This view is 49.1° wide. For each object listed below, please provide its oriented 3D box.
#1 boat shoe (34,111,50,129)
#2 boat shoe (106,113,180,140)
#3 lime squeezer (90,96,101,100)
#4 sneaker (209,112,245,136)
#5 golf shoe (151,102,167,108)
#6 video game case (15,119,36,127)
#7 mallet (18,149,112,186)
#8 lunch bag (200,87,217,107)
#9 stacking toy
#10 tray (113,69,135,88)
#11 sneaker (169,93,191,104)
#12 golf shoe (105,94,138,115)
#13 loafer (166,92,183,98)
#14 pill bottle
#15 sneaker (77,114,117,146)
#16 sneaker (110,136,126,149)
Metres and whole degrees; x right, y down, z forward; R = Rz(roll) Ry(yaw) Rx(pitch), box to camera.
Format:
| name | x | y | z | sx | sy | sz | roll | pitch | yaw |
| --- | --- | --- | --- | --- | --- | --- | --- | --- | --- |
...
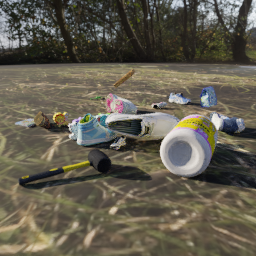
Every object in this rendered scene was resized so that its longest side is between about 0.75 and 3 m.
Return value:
| name | x | y | z | sx | sy | sz | roll | pitch | yaw |
| --- | --- | --- | --- | --- | --- | --- | --- | --- | --- |
| boat shoe | -3.711 | -0.308 | 12.125 | 0.493 | 0.525 | 1.458 | 39 | -1 | -31 |
| boat shoe | 0.562 | 0.023 | 9.996 | 2.770 | 1.019 | 0.925 | 0 | 16 | 1 |
| lime squeezer | -1.922 | -1.927 | 17.996 | 0.986 | 0.186 | 0.348 | -18 | -6 | -43 |
| sneaker | 4.095 | -0.189 | 11.490 | 1.212 | 0.667 | 1.655 | 7 | 14 | -1 |
| golf shoe | 1.724 | -1.211 | 15.347 | 0.862 | 0.313 | 0.397 | -9 | 21 | -1 |
| video game case | -4.401 | -0.235 | 12.450 | 0.796 | 0.096 | 0.874 | 9 | 19 | 27 |
| mallet | -1.705 | 1.077 | 7.658 | 2.453 | 0.505 | 0.808 | -10 | 19 | -18 |
| lunch bag | 3.352 | -1.300 | 11.694 | 0.503 | 0.790 | 0.672 | 7 | 17 | 43 |
| stacking toy | -1.483 | -0.280 | 11.677 | 2.783 | 0.654 | 2.098 | -8 | 19 | -27 |
| tray | -0.159 | -2.218 | 12.582 | 1.038 | 0.192 | 0.512 | -34 | 14 | 31 |
| sneaker | 3.060 | -1.735 | 16.610 | 1.428 | 0.550 | 0.541 | 14 | 20 | 36 |
| golf shoe | -0.382 | -1.107 | 14.272 | 1.155 | 0.951 | 2.525 | 8 | 16 | -25 |
| loafer | 3.021 | -2.124 | 18.140 | 1.097 | 0.397 | 0.399 | 4 | 18 | 15 |
| pill bottle | 1.937 | 0.369 | 8.358 | 1.334 | 1.334 | 2.559 | 7 | 18 | 22 |
| sneaker | -1.073 | -0.034 | 10.108 | 1.653 | 1.079 | 0.657 | -14 | 21 | -40 |
| sneaker | -0.357 | 0.498 | 9.662 | 0.307 | 0.333 | 0.832 | 10 | 21 | 26 |
